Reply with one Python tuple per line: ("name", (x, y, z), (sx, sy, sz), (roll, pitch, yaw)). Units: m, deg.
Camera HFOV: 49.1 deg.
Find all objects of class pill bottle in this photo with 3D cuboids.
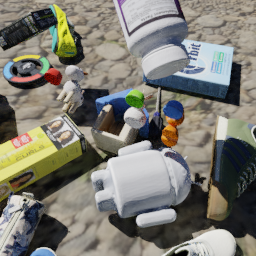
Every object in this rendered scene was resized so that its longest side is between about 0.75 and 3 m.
("pill bottle", (0.362, -1.710, 4.384), (0.974, 0.974, 1.749), (-15, 83, -13))

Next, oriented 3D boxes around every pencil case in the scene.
("pencil case", (-2.206, 2.173, 4.984), (0.788, 0.906, 2.025), (10, 50, 9))

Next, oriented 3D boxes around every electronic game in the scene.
("electronic game", (-3.249, -1.901, 9.002), (1.510, 0.314, 1.510), (0, 48, 0))

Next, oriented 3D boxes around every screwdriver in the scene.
("screwdriver", (0.839, -0.521, 7.894), (0.327, 0.341, 2.345), (-6, 37, 17))

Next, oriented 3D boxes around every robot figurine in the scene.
("robot figurine", (0.357, 1.085, 5.741), (2.143, 1.210, 1.817), (-11, 60, -8))

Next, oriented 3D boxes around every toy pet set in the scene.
("toy pet set", (-0.015, -0.547, 6.301), (2.768, 2.584, 1.470), (18, 59, 16))

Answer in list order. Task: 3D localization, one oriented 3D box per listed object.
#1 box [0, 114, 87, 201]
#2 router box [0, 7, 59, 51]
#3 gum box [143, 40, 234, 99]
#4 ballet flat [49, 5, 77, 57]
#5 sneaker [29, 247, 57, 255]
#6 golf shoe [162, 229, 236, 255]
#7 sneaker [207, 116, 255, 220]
("box", (-2.344, 0.708, 6.428), (2.699, 0.676, 1.016), (-29, 54, -23))
("router box", (-2.534, -2.546, 7.138), (1.130, 0.468, 1.508), (-23, 24, 15))
("gum box", (1.959, -2.027, 8.930), (2.511, 0.559, 2.133), (14, 48, 11))
("ballet flat", (-2.353, -3.488, 10.170), (0.919, 0.916, 2.742), (4, 47, -26))
("sneaker", (-1.628, 2.827, 4.129), (0.894, 1.295, 2.329), (8, 49, 7))
("golf shoe", (1.170, 2.291, 4.858), (1.959, 0.952, 0.767), (-23, 50, -21))
("sneaker", (2.487, 0.787, 6.169), (1.247, 0.931, 2.778), (9, 46, 14))
